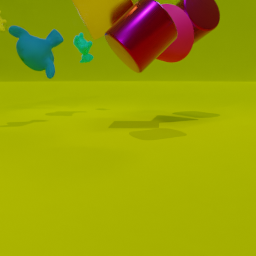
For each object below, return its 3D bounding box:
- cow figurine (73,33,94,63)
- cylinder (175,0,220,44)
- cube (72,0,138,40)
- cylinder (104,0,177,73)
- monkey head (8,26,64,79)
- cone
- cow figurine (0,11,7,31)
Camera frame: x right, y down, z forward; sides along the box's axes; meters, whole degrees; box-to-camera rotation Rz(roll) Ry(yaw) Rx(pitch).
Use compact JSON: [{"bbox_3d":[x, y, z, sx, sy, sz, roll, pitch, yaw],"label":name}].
[{"bbox_3d":[-1.684,-2.933,10.470,0.538,0.980,0.965,-47,4,-32],"label":"cow figurine"},{"bbox_3d":[1.856,-3.221,8.430,1.273,1.273,1.273,-5,-8,-25],"label":"cylinder"},{"bbox_3d":[-0.470,-2.854,6.164,1.143,1.143,1.143,-20,33,16],"label":"cube"},{"bbox_3d":[0.247,-1.774,5.422,1.021,1.021,1.021,-45,17,-3],"label":"cylinder"},{"bbox_3d":[-2.841,-2.600,9.124,1.414,1.966,1.185,-36,11,16],"label":"monkey head"},{"bbox_3d":[0.633,-2.258,7.438,1.632,1.632,1.638,9,35,41],"label":"cone"},{"bbox_3d":[-3.598,-2.459,6.706,1.165,0.650,1.184,-28,14,2],"label":"cow figurine"}]
